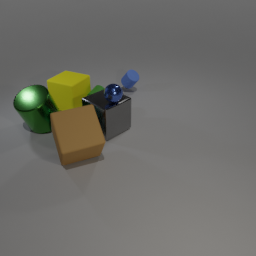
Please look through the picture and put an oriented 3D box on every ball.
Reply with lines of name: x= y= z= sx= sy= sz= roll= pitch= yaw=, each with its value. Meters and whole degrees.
ball: x=-0.535 y=-1.274 z=10.238 sx=0.700 sy=0.700 sz=0.700 roll=0 pitch=32 yaw=0

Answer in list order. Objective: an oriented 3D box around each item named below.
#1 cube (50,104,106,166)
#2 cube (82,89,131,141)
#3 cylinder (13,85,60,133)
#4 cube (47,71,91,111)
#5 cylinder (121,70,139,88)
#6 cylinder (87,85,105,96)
cube: x=-1.687 y=0.257 z=9.273 sx=1.400 sy=1.400 sz=1.400 roll=-14 pitch=71 yaw=-18
cube: x=-0.830 y=-0.575 z=11.139 sx=1.400 sy=1.400 sz=1.400 roll=27 pitch=41 yaw=35
cylinder: x=-3.519 y=-0.732 z=11.000 sx=1.400 sy=1.400 sz=1.400 roll=-6 pitch=53 yaw=8
cube: x=-2.658 y=-1.668 z=12.889 sx=1.400 sy=1.400 sz=1.400 roll=15 pitch=35 yaw=22
cylinder: x=0.108 y=-2.471 z=14.152 sx=0.700 sy=0.700 sz=0.700 roll=14 pitch=59 yaw=-25
cylinder: x=-1.426 y=-1.511 z=12.973 sx=0.700 sy=0.700 sz=0.700 roll=19 pitch=54 yaw=27
